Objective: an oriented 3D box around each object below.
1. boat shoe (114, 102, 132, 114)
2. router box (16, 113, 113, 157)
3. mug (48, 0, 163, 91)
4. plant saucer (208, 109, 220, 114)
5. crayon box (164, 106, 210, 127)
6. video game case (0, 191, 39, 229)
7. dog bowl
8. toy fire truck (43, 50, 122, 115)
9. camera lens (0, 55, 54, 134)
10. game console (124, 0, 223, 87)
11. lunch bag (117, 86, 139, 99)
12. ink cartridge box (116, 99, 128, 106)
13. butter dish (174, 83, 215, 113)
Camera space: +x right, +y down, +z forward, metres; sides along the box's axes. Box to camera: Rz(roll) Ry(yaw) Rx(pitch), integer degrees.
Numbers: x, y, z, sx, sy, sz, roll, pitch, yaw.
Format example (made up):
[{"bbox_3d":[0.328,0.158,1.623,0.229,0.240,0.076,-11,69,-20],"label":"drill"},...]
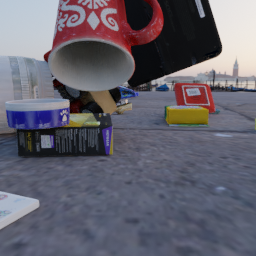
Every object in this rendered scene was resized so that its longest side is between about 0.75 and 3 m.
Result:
[{"bbox_3d":[-0.331,-0.846,13.011,1.245,0.413,0.461,-19,17,-24],"label":"boat shoe"},{"bbox_3d":[-1.304,0.074,6.548,1.860,0.618,2.366,-1,9,-5],"label":"router box"},{"bbox_3d":[-0.463,-2.105,5.572,2.051,2.311,1.542,-1,-26,-5],"label":"mug"},{"bbox_3d":[3.287,-0.802,13.468,2.132,0.202,0.745,0,9,7],"label":"plant saucer"},{"bbox_3d":[2.093,-0.472,10.205,1.366,0.560,2.173,0,10,3],"label":"crayon box"},{"bbox_3d":[-1.607,0.910,2.998,0.861,0.112,0.946,4,10,24],"label":"video game case"},{"bbox_3d":[-1.734,-0.301,5.455,1.176,0.463,1.176,-1,11,0],"label":"dog bowl"},{"bbox_3d":[-2.194,-1.191,9.217,2.982,2.625,1.918,-6,33,42],"label":"toy fire truck"},{"bbox_3d":[-3.650,-0.921,7.830,2.718,2.174,2.174,-5,10,-27],"label":"camera lens"},{"bbox_3d":[0.834,-2.922,7.858,2.537,2.885,1.679,-21,8,-5],"label":"game console"},{"bbox_3d":[-0.525,-2.177,17.080,2.372,1.116,1.786,3,5,-1],"label":"lunch bag"},{"bbox_3d":[-0.547,-1.506,17.018,0.990,0.417,0.716,-1,9,9],"label":"ink cartridge box"},{"bbox_3d":[2.814,-1.082,12.366,1.638,1.634,1.211,0,-32,-4],"label":"butter dish"}]
